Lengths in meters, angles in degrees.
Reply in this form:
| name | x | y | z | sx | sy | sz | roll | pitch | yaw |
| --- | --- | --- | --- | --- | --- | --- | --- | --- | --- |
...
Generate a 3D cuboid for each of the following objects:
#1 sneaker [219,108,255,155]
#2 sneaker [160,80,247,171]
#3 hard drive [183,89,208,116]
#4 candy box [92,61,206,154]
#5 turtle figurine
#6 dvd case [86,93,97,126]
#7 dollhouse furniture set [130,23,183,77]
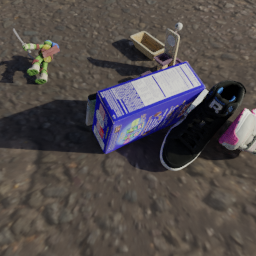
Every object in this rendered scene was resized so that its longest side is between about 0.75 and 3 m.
| name | x | y | z | sx | sy | sz | roll | pitch | yaw |
| --- | --- | --- | --- | --- | --- | --- | --- | --- | --- |
| sneaker | 3.420 | 0.182 | 7.553 | 2.636 | 1.072 | 1.163 | -13 | 52 | -49 |
| sneaker | 1.958 | -0.222 | 7.438 | 1.075 | 1.647 | 2.944 | 40 | 74 | 13 |
| hard drive | 2.196 | -0.916 | 9.379 | 1.414 | 0.282 | 2.144 | -27 | 56 | -28 |
| candy box | 0.444 | -0.517 | 7.785 | 2.668 | 2.256 | 1.028 | -21 | 72 | -19 |
| turtle figurine | -3.410 | -2.486 | 10.230 | 1.685 | 1.213 | 1.634 | 8 | 61 | -15 |
| dvd case | -0.558 | -0.684 | 8.257 | 1.378 | 1.931 | 0.169 | -21 | 75 | -17 |
| dollhouse furniture set | 0.764 | -3.187 | 10.317 | 2.170 | 1.944 | 2.739 | -29 | 56 | -22 |
